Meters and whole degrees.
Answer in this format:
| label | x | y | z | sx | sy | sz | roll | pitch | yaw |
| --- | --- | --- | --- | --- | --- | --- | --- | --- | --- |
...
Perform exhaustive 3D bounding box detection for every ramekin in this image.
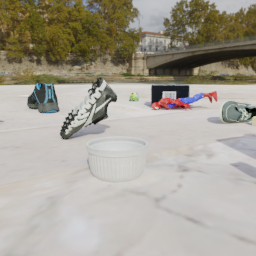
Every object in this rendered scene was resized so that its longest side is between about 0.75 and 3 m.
| label | x | y | z | sx | sy | sz | roll | pitch | yaw |
| --- | --- | --- | --- | --- | --- | --- | --- | --- | --- |
| ramekin | -0.160 | 0.471 | 4.364 | 0.956 | 0.502 | 0.956 | 0 | 11 | 0 |

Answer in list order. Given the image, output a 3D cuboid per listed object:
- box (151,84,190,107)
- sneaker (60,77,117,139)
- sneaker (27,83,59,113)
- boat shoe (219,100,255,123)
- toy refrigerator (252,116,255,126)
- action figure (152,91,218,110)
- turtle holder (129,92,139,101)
| label | x | y | z | sx | sy | sz | roll | pitch | yaw |
| --- | --- | --- | --- | --- | --- | --- | --- | --- | --- |
| box | 2.056 | -1.630 | 13.828 | 1.794 | 1.112 | 1.763 | 1 | 11 | 7 |
| sneaker | -0.890 | -0.309 | 6.663 | 0.791 | 1.749 | 0.581 | 35 | 11 | -27 |
| sneaker | -3.743 | -1.410 | 12.424 | 1.089 | 1.218 | 2.973 | -7 | 12 | -33 |
| boat shoe | 3.651 | -0.526 | 9.086 | 2.001 | 0.729 | 0.618 | -3 | 6 | -43 |
| toy refrigerator | 4.209 | -0.188 | 8.443 | 0.817 | 0.286 | 0.310 | 9 | 14 | 38 |
| action figure | 2.473 | -1.148 | 12.490 | 2.881 | 0.744 | 0.942 | -6 | 6 | -5 |
| turtle holder | 0.310 | -1.861 | 16.633 | 0.761 | 0.541 | 0.579 | -7 | 13 | -35 |
